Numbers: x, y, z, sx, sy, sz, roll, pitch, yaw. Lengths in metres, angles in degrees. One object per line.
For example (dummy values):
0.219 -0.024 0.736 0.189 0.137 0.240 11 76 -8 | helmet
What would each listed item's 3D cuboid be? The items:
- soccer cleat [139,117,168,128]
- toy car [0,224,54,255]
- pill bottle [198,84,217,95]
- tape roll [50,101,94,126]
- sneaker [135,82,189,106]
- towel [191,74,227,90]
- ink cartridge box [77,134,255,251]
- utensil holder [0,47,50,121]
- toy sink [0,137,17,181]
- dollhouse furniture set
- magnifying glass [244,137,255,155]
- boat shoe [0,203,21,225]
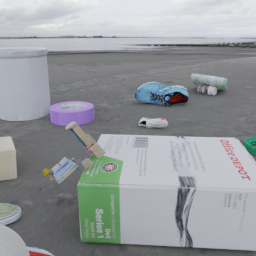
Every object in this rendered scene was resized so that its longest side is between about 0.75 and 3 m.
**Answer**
0.848 -0.153 9.541 1.050 0.360 0.447 10 31 33 | soccer cleat
-1.257 1.434 2.649 1.724 1.870 1.654 5 20 12 | toy car
4.078 -1.959 14.413 0.491 0.491 0.861 -18 26 -42 | pill bottle
-2.064 -0.561 10.391 1.592 0.522 1.592 -1 19 0 | tape roll
1.541 -1.465 12.368 2.449 0.960 1.101 -2 23 -4 | sneaker
4.342 -2.412 14.908 1.786 0.502 2.087 11 3 19 | towel
0.718 0.983 4.963 2.770 1.168 2.024 2 20 5 | ink cartridge box
-4.090 -1.735 10.704 2.146 2.525 2.146 0 19 0 | utensil holder
-3.286 0.749 6.267 1.398 0.783 0.911 -5 19 -28 | toy sink
-1.009 0.443 4.510 0.952 0.621 0.898 -43 14 -14 | dollhouse furniture set
4.148 0.735 7.157 0.990 0.279 2.487 -11 20 -30 | magnifying glass
-2.540 1.441 4.838 1.307 0.405 0.470 -2 19 -6 | boat shoe
